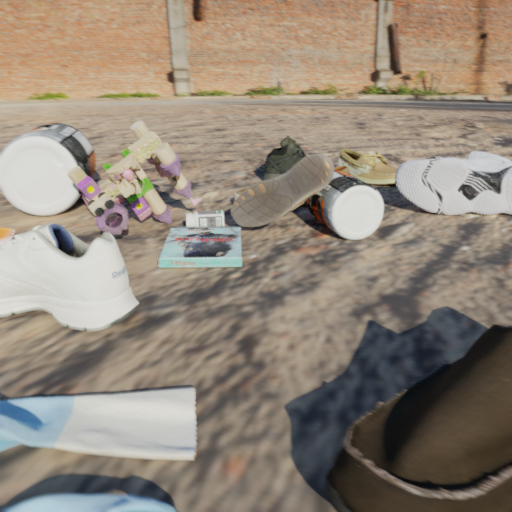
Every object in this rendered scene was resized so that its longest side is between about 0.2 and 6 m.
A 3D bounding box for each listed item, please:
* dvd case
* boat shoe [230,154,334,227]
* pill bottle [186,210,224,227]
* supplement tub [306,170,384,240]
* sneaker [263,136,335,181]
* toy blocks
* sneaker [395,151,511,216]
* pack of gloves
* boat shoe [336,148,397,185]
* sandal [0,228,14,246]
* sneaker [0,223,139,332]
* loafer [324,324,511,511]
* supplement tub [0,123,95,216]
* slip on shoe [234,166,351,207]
[{"bbox_3d":[-0.952,-0.193,10.085,1.399,0.211,1.917,0,18,-1],"label":"dvd case"},{"bbox_3d":[0.549,-1.188,10.845,2.199,0.833,0.789,-25,-4,14],"label":"boat shoe"},{"bbox_3d":[-1.021,-0.687,11.173,0.749,0.423,0.423,-2,20,-7],"label":"pill bottle"},{"bbox_3d":[1.691,-1.079,11.234,1.125,1.125,1.836,-5,19,-13],"label":"supplement tub"},{"bbox_3d":[1.324,-2.575,15.300,2.224,1.274,0.850,6,22,9],"label":"sneaker"},{"bbox_3d":[-2.233,-1.162,11.092,2.075,1.869,2.220,-38,39,-9],"label":"toy blocks"},{"bbox_3d":[4.763,-1.711,12.929,3.356,1.261,1.929,6,19,1],"label":"sneaker"},{"bbox_3d":[-1.983,1.638,4.363,3.010,0.594,2.528,-2,19,-6],"label":"pack of gloves"},{"bbox_3d":[3.165,-2.543,15.813,0.916,0.822,2.476,-14,24,-35],"label":"boat shoe"},{"bbox_3d":[-5.396,-0.403,9.984,1.953,0.560,0.748,-6,30,-12],"label":"sandal"},{"bbox_3d":[-2.985,0.150,7.525,2.967,1.292,1.105,3,20,12],"label":"sneaker"},{"bbox_3d":[1.972,1.155,4.683,3.529,1.259,1.288,-15,24,-36],"label":"loafer"},{"bbox_3d":[-4.803,-2.144,13.203,1.819,1.819,2.968,-3,19,-8],"label":"supplement tub"},{"bbox_3d":[0.899,-1.622,13.140,2.852,0.864,1.084,-2,20,-7],"label":"slip on shoe"}]
